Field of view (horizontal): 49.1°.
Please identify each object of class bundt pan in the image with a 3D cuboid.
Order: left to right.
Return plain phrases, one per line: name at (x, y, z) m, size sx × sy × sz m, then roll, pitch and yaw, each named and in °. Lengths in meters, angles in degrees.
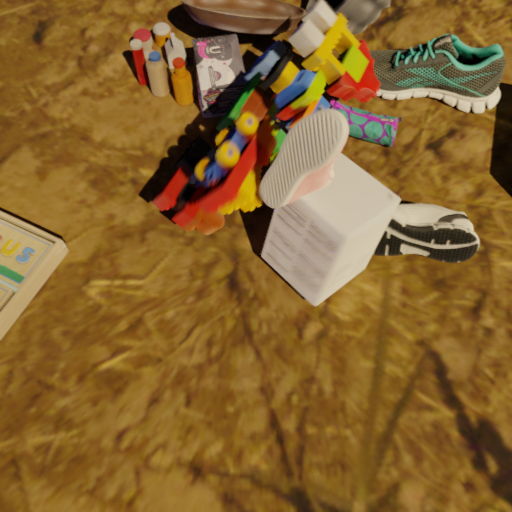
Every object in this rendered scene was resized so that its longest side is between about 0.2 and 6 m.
bundt pan at (2.065, -5.357, 10.937) m, size 0.911 × 2.426 × 2.426 m, roll 25°, pitch 57°, yaw -25°

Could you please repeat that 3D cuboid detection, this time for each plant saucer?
plant saucer at (-0.270, -4.780, 11.059) m, size 2.457 × 0.394 × 2.457 m, roll 6°, pitch 32°, yaw -4°

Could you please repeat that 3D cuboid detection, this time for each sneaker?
sneaker at (0.710, -1.206, 6.721) m, size 0.819 × 1.567 × 0.590 m, roll -24°, pitch 74°, yaw -41°
sneaker at (2.370, -0.462, 8.932) m, size 2.184 × 0.805 × 0.874 m, roll 12°, pitch 37°, yaw 8°
sneaker at (3.202, -3.574, 10.316) m, size 2.822 × 1.287 × 1.095 m, roll 10°, pitch 60°, yaw 6°

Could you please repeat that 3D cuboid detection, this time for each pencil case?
pencil case at (1.907, -2.384, 10.033) m, size 1.278 × 0.591 × 0.544 m, roll 19°, pitch 62°, yaw 12°

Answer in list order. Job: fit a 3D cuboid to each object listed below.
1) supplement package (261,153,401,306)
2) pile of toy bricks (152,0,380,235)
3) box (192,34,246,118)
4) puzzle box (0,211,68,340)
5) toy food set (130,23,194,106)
supplement package at (1.027, -0.388, 8.154) m, size 1.222 × 1.610 × 1.213 m, roll -33°, pitch 65°, yaw -32°
pile of toy bricks at (0.483, -1.737, 9.012) m, size 2.201 × 2.473 × 4.458 m, roll 42°, pitch 54°, yaw -19°
box at (-0.684, -3.379, 10.493) m, size 0.896 × 0.778 × 1.355 m, roll -8°, pitch 60°, yaw -5°
puzzle box at (-4.771, 0.025, 8.751) m, size 3.040 × 0.386 × 2.022 m, roll 22°, pitch 62°, yaw 13°
toy food set at (-1.853, -3.886, 10.690) m, size 1.005 × 0.947 × 2.105 m, roll -12°, pitch 61°, yaw -7°
